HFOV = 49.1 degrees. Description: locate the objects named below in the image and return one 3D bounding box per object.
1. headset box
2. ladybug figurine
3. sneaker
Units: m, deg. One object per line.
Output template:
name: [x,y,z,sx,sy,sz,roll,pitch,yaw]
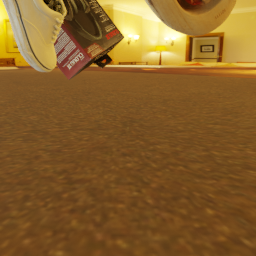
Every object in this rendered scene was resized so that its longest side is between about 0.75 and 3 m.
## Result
headset box: [-1.085,-2.021,5.477,0.784,2.030,1.511,-32,13,38]
ladybug figurine: [0.720,-2.279,3.780,1.482,2.183,0.785,-38,41,5]
sneaker: [-1.004,-1.242,3.239,0.567,0.584,1.600,2,-30,3]
